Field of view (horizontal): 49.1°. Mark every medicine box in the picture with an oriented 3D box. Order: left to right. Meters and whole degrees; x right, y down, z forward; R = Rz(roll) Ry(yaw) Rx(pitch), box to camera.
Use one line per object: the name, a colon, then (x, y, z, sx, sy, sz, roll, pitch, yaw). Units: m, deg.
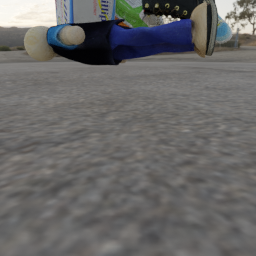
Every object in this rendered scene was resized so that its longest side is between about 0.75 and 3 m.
medicine box: (-1.493, -3.915, 9.270, 1.414, 2.502, 2.747, -10, 38, -20)

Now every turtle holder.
turtle holder: (0.279, -4.208, 9.990, 1.921, 1.795, 2.528, 23, 50, -8)

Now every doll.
doll: (-0.236, -1.114, 3.678, 2.426, 0.588, 1.655, 0, 5, 14)

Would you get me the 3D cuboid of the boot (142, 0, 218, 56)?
boot: (1.117, -2.525, 6.252, 1.598, 2.116, 0.764, -1, -18, 6)

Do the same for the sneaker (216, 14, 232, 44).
sneaker: (2.213, -2.998, 7.614, 0.979, 0.597, 1.500, 25, 34, -49)

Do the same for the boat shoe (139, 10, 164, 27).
boat shoe: (0.734, -2.942, 7.643, 0.560, 0.551, 1.578, -37, 0, 14)
